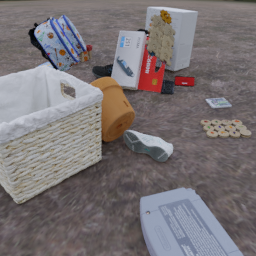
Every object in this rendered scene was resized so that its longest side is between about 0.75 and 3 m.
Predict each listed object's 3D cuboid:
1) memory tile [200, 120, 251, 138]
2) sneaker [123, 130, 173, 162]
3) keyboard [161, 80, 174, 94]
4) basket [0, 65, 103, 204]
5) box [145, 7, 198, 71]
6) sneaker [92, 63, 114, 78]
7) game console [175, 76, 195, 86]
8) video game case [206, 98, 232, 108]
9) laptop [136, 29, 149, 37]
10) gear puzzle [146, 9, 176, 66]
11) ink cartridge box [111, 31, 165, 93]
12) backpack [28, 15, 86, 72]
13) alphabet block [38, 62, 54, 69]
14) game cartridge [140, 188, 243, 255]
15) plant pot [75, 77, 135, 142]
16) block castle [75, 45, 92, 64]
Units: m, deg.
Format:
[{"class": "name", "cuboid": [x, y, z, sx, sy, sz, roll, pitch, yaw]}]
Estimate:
[{"class": "memory tile", "cuboid": [3.409, 0.006, 9.848, 1.530, 0.128, 1.173, 0, 31, -2]}, {"class": "sneaker", "cuboid": [0.615, 0.494, 8.689, 1.681, 0.591, 0.674, 25, 32, 25]}, {"class": "keyboard", "cuboid": [1.671, -1.951, 13.117, 0.954, 0.155, 1.501, 4, 30, 6]}, {"class": "basket", "cuboid": [-2.613, -0.009, 7.678, 2.948, 2.371, 2.921, -26, 40, -38]}, {"class": "box", "cuboid": [2.207, -4.846, 15.121, 2.235, 2.936, 1.561, 25, 33, 34]}, {"class": "sneaker", "cuboid": [-0.616, -2.922, 13.870, 2.536, 1.039, 0.929, 11, 32, 19]}, {"class": "game console", "cuboid": [2.747, -2.246, 13.666, 0.921, 0.547, 0.794, 4, 62, 8]}, {"class": "video game case", "cuboid": [3.756, -1.044, 11.641, 0.821, 0.096, 0.746, -5, 31, -8]}, {"class": "laptop", "cuboid": [0.808, -3.840, 14.454, 2.193, 1.278, 2.474, 24, 58, 34]}, {"class": "gear puzzle", "cuboid": [1.293, -3.753, 11.185, 1.375, 0.348, 2.654, 27, 60, -30]}, {"class": "ink cartridge box", "cuboid": [0.541, -3.026, 12.714, 2.280, 2.588, 0.579, 9, -3, 15]}, {"class": "backpack", "cuboid": [-1.516, -1.872, 6.283, 1.012, 1.313, 1.251, -33, 28, 13]}, {"class": "alphabet block", "cuboid": [-3.807, -2.691, 13.698, 0.801, 0.816, 0.797, 14, 33, 22]}, {"class": "game cartridge", "cuboid": [1.178, 2.256, 5.799, 1.592, 0.483, 2.388, -6, 31, -17]}, {"class": "plant pot", "cuboid": [-0.691, -0.478, 9.068, 1.936, 1.936, 1.355, -27, 63, -37]}, {"class": "block castle", "cuboid": [-3.318, -4.525, 16.528, 1.519, 1.066, 2.273, 24, 38, 34]}]
